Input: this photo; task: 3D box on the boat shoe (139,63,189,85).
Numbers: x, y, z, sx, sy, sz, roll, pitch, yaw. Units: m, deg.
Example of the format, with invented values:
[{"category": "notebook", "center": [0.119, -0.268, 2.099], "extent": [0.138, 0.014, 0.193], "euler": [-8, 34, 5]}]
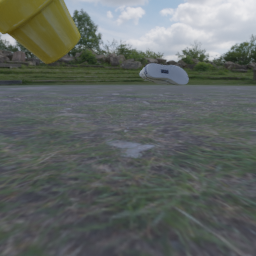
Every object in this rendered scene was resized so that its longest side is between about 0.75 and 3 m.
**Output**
[{"category": "boat shoe", "center": [1.037, -1.473, 8.015], "extent": [1.522, 0.548, 0.500], "euler": [-1, -8, -31]}]

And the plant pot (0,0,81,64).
[{"category": "plant pot", "center": [-2.149, -2.636, 6.873], "extent": [1.859, 1.749, 1.859], "euler": [-25, 37, 20]}]
